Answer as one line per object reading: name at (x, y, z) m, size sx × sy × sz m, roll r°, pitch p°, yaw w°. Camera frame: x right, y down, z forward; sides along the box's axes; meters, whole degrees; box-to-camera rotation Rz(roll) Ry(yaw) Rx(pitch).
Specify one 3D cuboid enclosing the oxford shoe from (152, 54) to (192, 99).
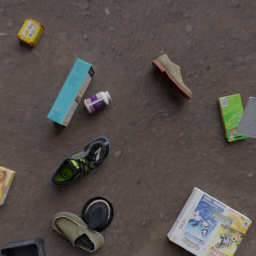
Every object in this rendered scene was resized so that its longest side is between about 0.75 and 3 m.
oxford shoe at (1.935, -2.095, 11.260) m, size 0.801 × 0.754 × 2.141 m, roll -41°, pitch 89°, yaw -7°

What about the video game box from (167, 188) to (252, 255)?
video game box at (3.185, 3.960, 11.034) m, size 2.480 × 0.581 × 2.259 m, roll 30°, pitch 90°, yaw 2°

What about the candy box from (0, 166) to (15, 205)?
candy box at (-5.195, 2.282, 11.198) m, size 0.823 × 0.394 × 1.426 m, roll 20°, pitch 87°, yaw 1°

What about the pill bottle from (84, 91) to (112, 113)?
pill bottle at (-1.205, -1.072, 11.278) m, size 1.040 × 0.585 × 0.585 m, roll -26°, pitch 87°, yaw -1°

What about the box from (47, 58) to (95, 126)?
box at (-2.214, -1.362, 11.056) m, size 0.629 × 1.053 × 2.559 m, roll 27°, pitch 87°, yaw 1°

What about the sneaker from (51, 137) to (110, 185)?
sneaker at (-1.809, 1.381, 10.880) m, size 2.707 × 1.122 × 0.960 m, roll -36°, pitch 89°, yaw -2°

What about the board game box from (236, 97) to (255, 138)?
board game box at (3.402, -0.221, 7.124) m, size 1.025 × 0.133 × 1.025 m, roll 13°, pitch 117°, yaw 1°

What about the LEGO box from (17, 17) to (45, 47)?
LEGO box at (-3.993, -3.932, 11.531) m, size 0.705 × 0.365 × 0.947 m, roll 29°, pitch 87°, yaw 1°

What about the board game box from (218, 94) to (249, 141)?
board game box at (4.292, -0.410, 11.414) m, size 0.866 × 0.272 × 1.814 m, roll -11°, pitch 85°, yaw 0°

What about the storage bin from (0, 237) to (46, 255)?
storage bin at (-4.067, 4.958, 10.915) m, size 1.505 × 0.705 × 1.017 m, roll -9°, pitch 87°, yaw -1°

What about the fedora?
fedora at (-1.224, 3.443, 11.014) m, size 1.418 × 0.647 × 1.418 m, roll 0°, pitch 87°, yaw 0°

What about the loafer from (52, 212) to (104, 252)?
loafer at (-1.980, 4.034, 10.847) m, size 2.241 × 0.780 × 0.843 m, roll 27°, pitch 96°, yaw 4°
